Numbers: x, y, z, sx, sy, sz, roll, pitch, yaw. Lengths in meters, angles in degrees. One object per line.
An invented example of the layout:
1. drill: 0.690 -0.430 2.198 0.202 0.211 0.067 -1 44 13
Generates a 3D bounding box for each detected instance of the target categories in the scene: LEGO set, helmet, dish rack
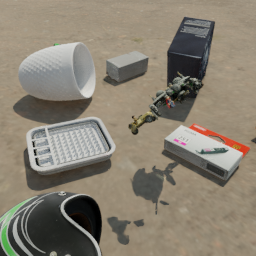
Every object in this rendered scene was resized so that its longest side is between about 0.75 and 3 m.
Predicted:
1. LEGO set: 0.913 -0.776 6.717 0.748 1.713 2.638 54 26 5
2. helmet: -1.280 2.237 4.481 2.403 2.403 2.291 -20 39 -25
3. dish rack: -1.684 0.536 8.231 2.333 0.508 2.002 -13 38 -17

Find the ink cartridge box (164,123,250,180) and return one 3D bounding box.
1. ink cartridge box: 2.409 0.474 8.376 2.046 0.445 1.776 27 46 32

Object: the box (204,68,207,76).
1. box: 2.954 -2.654 12.519 0.629 0.546 0.951 -19 39 -22

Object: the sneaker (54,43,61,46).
1. sneaker: -2.650 -2.972 12.712 1.181 1.081 2.772 -14 47 -30

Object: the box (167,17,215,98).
1. box: 2.384 -2.689 10.794 1.259 2.109 2.144 16 59 18

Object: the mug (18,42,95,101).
1. mug: -2.624 -2.212 10.658 2.381 2.005 2.716 -4 39 16

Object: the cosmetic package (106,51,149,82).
1. cosmetic package: -0.031 -2.770 12.492 1.775 0.800 0.948 -26 47 -35
